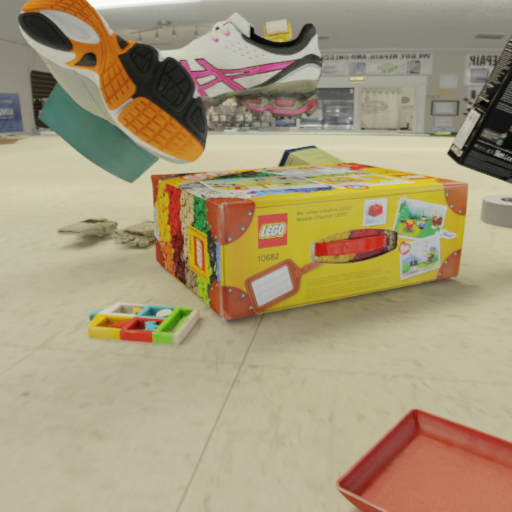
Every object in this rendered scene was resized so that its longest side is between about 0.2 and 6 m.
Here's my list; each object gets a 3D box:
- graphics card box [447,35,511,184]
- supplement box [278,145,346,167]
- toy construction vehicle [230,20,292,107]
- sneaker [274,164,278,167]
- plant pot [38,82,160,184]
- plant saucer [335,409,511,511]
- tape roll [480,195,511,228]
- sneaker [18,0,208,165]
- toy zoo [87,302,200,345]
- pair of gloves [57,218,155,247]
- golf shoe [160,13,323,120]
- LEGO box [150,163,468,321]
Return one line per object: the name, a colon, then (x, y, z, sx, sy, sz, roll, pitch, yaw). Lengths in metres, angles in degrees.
graphics card box: (4.763, -2.605, 9.904, 1.625, 2.590, 0.659, 15, 27, -14)
supplement box: (1.584, -1.799, 14.023, 1.773, 1.192, 1.775, 33, 28, 19)
toy construction vehicle: (0.154, -3.767, 11.536, 1.661, 1.907, 0.672, -3, 42, 6)
sneaker: (0.927, -2.062, 16.279, 1.659, 1.051, 2.950, 8, 25, 40)
plant pot: (-2.783, -2.640, 11.092, 1.532, 2.168, 1.531, -29, 19, 48)
plant saucer: (1.546, 1.779, 4.261, 1.415, 0.260, 1.417, 12, 19, 38)
tape roll: (6.468, -1.105, 13.826, 1.699, 0.561, 1.699, 1, 16, 0)
sneaker: (-1.732, -2.151, 7.343, 1.107, 2.924, 1.345, -44, -11, -15)
toy zoo: (-1.592, 0.890, 7.570, 1.462, 0.150, 0.959, 3, 16, 10)
pair of gloves: (-3.083, -0.531, 12.222, 2.021, 0.354, 1.718, 4, 12, 4)
golf shoe: (-0.631, -3.258, 9.359, 3.454, 1.590, 1.254, 3, 33, -1)
LEGO box: (0.763, -0.530, 9.688, 4.395, 1.696, 3.273, -8, 18, -26)
